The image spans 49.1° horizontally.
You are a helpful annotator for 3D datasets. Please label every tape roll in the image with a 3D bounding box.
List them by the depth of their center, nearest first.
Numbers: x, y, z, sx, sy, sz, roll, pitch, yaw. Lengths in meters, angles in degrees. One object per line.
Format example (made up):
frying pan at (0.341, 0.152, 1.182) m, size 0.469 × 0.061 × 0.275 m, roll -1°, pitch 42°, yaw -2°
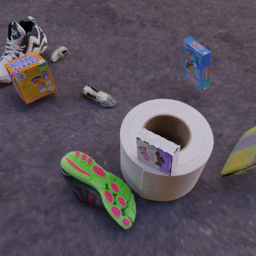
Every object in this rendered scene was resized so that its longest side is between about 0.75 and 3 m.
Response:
tape roll at (0.929, 0.576, 7.424) m, size 2.296 × 1.576 × 2.296 m, roll 1°, pitch 54°, yaw -1°

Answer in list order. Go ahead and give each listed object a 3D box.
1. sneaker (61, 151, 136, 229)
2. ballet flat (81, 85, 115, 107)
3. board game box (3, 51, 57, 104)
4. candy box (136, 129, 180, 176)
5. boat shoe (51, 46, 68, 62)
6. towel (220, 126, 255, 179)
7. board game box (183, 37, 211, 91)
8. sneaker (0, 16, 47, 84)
sneaker at (-0.760, 1.593, 7.182) m, size 2.397 × 1.004 × 0.920 m, roll 43°, pitch 49°, yaw 10°
ballet flat at (-1.054, -1.095, 9.435) m, size 1.344 × 0.483 × 0.483 m, roll 28°, pitch 58°, yaw 20°
board game box at (-3.248, -1.692, 9.336) m, size 1.126 × 1.125 × 1.125 m, roll -29°, pitch 43°, yaw -20°
candy box at (0.622, 0.521, 5.958) m, size 0.895 × 0.751 × 0.320 m, roll 26°, pitch 55°, yaw 26°
boat shoe at (-2.673, -2.869, 10.882) m, size 0.290 × 0.317 × 0.849 m, roll 24°, pitch 62°, yaw 13°
towel at (3.344, 0.522, 7.461) m, size 0.234 × 1.474 × 2.052 m, roll 47°, pitch 53°, yaw -3°
board game box at (2.202, -2.047, 9.039) m, size 0.320 × 1.422 × 1.081 m, roll -25°, pitch 50°, yaw -10°
sneaker at (-3.992, -2.878, 9.832) m, size 1.035 × 1.687 × 2.592 m, roll 37°, pitch 68°, yaw 16°
